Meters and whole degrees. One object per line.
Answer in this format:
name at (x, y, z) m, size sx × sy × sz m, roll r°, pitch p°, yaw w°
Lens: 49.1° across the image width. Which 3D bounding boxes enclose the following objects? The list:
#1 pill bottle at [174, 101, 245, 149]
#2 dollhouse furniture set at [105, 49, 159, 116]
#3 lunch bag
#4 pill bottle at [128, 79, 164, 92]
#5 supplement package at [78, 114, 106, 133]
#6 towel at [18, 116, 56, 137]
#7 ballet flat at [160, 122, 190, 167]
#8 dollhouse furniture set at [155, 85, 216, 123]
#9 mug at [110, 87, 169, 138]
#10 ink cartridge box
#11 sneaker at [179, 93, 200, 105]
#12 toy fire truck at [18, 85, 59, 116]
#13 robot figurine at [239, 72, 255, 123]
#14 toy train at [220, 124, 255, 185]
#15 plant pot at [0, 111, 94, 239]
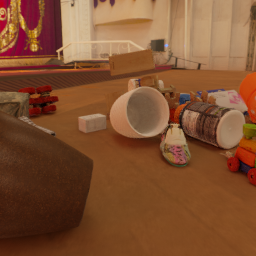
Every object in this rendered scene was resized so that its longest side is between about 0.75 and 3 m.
pill bottle at (2.593, -0.218, 9.449) m, size 1.266 × 1.266 × 2.383 m, roll -8°, pitch 17°, yaw -27°
dollhouse furniture set at (0.254, -2.063, 12.883) m, size 2.377 × 2.500 × 2.037 m, roll -7°, pitch 7°, yaw 14°
lunch bag at (-5.023, -0.517, 10.090) m, size 2.601 × 1.529 × 2.133 m, roll 1°, pitch 15°, yaw -13°
pill bottle at (1.199, -2.671, 18.551) m, size 2.188 × 1.214 × 1.214 m, roll -5°, pitch 16°, yaw -17°
supplement package at (-1.360, -0.193, 10.735) m, size 0.948 × 0.539 × 0.519 m, roll -12°, pitch 20°, yaw -38°
towel at (-3.241, 0.332, 8.107) m, size 1.625 × 0.840 × 1.963 m, roll 15°, pitch 21°, yaw 31°
ballet flat at (1.364, 0.321, 8.274) m, size 0.810 × 0.834 × 2.344 m, roll 6°, pitch 16°, yaw 2°
dollhouse furniture set at (1.923, -0.802, 11.943) m, size 2.751 × 1.417 × 2.721 m, roll -7°, pitch 25°, yaw -7°
mug at (0.449, -0.324, 9.638) m, size 2.165 × 1.599 × 1.898 m, roll 26°, pitch -15°, yaw -22°
ink cartridge box at (4.620, -1.315, 13.285) m, size 2.039 × 0.450 × 2.077 m, roll -11°, pitch 51°, yaw -32°
sneaker at (3.385, -1.270, 13.955) m, size 2.405 × 0.923 × 1.338 m, roll 1°, pitch 5°, yaw -22°
toy fire truck at (-4.612, -1.198, 13.521) m, size 1.868 × 1.247 × 2.224 m, roll -11°, pitch 4°, yaw 40°
robot figurine at (5.326, -1.304, 11.050) m, size 1.831 × 1.484 × 2.545 m, roll -38°, pitch 24°, yaw 26°
toy train at (2.979, 0.445, 7.035) m, size 0.914 × 1.249 × 2.159 m, roll -4°, pitch 16°, yaw -17°
plant pot at (-1.872, 0.825, 4.566) m, size 2.428 × 2.269 × 2.269 m, roll 14°, pitch 13°, yaw -10°
